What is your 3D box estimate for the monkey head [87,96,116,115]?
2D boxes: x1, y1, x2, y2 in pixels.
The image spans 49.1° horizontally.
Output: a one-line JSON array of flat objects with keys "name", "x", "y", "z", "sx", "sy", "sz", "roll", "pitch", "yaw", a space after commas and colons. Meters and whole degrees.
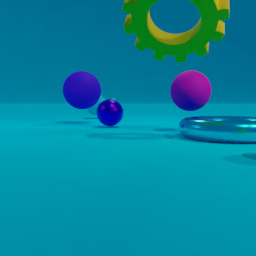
[{"name": "monkey head", "x": -1.216, "y": -1.102, "z": 12.437, "sx": 1.231, "sy": 1.032, "sz": 1.712, "roll": -45, "pitch": -10, "yaw": -34}]

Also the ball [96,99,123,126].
[{"name": "ball", "x": -0.539, "y": -0.457, "z": 8.357, "sx": 0.806, "sy": 0.806, "sz": 0.806, "roll": 0, "pitch": 5, "yaw": 0}]

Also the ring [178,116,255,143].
[{"name": "ring", "x": 2.137, "y": -0.007, "z": 5.985, "sx": 2.091, "sy": 0.418, "sz": 2.091, "roll": 0, "pitch": 5, "yaw": 0}]

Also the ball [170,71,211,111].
[{"name": "ball", "x": 1.575, "y": -0.932, "z": 7.060, "sx": 1.010, "sy": 1.010, "sz": 1.010, "roll": 0, "pitch": 5, "yaw": 0}]

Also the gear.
[{"name": "gear", "x": 0.858, "y": -2.059, "z": 5.196, "sx": 1.892, "sy": 0.350, "sz": 1.892, "roll": 9, "pitch": -34, "yaw": 6}]

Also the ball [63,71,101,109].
[{"name": "ball", "x": -1.612, "y": -1.324, "z": 9.855, "sx": 1.334, "sy": 1.334, "sz": 1.334, "roll": 0, "pitch": 5, "yaw": 0}]
